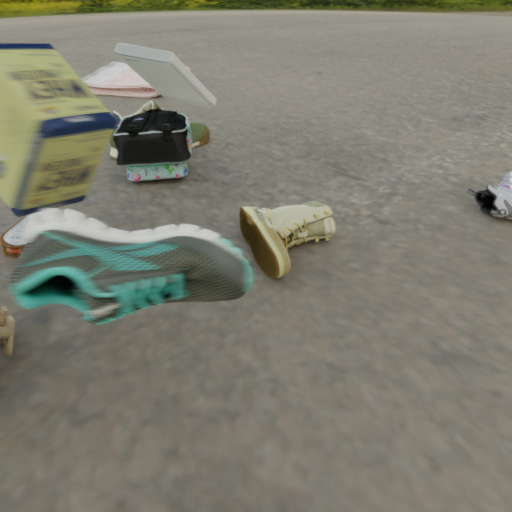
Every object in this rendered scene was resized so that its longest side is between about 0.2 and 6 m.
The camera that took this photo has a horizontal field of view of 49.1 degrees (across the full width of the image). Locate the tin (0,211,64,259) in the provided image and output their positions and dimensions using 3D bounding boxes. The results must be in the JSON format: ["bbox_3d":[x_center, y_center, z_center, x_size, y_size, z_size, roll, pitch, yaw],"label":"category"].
[{"bbox_3d":[-4.448,-0.473,11.294,0.926,0.346,1.655,9,31,7],"label":"tin"}]

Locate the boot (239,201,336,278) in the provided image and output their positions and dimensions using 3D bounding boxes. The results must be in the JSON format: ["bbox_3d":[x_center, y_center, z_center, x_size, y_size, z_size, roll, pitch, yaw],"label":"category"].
[{"bbox_3d":[0.743,-0.411,10.701,1.743,0.812,2.253,-7,30,-14],"label":"boot"}]

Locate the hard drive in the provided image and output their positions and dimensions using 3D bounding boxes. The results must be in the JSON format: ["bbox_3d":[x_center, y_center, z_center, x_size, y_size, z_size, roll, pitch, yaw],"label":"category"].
[{"bbox_3d":[-1.160,-2.351,7.394,0.852,0.172,1.291,17,-4,22],"label":"hard drive"}]

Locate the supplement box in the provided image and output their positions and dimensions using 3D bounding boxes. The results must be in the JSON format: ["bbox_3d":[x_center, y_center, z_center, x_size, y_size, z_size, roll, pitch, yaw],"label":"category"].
[{"bbox_3d":[-2.889,-1.637,7.271,1.542,1.544,1.036,49,40,13],"label":"supplement box"}]

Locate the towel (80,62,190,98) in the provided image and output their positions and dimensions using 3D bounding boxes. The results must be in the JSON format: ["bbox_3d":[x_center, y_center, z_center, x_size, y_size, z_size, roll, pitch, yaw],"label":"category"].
[{"bbox_3d":[-4.879,-7.152,22.559,3.582,0.604,3.750,7,32,11],"label":"towel"}]

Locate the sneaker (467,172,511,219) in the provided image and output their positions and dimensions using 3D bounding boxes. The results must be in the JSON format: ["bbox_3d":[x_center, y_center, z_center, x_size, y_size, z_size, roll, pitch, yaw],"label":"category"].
[{"bbox_3d":[5.367,-1.421,12.485,1.330,0.739,1.902,5,30,7],"label":"sneaker"}]

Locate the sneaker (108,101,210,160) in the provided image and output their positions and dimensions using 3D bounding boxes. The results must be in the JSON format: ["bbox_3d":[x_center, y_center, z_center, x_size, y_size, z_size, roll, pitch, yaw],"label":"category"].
[{"bbox_3d":[-2.675,-3.654,15.695,3.083,1.384,1.034,-19,35,-29],"label":"sneaker"}]

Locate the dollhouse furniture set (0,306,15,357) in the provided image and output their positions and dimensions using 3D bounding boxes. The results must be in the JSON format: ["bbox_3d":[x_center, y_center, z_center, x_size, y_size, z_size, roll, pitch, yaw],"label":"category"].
[{"bbox_3d":[-4.065,1.355,7.542,1.445,1.024,1.574,3,9,-34],"label":"dollhouse furniture set"}]

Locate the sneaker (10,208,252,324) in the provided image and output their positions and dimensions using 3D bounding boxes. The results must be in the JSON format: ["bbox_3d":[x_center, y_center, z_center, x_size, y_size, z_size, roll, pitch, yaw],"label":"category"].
[{"bbox_3d":[-1.526,0.326,6.692,2.912,1.130,1.328,6,43,6],"label":"sneaker"}]

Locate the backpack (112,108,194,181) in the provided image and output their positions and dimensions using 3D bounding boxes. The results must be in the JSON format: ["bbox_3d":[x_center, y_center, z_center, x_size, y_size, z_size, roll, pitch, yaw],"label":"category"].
[{"bbox_3d":[-2.525,-2.840,14.030,1.921,1.629,2.163,-5,33,-5],"label":"backpack"}]
